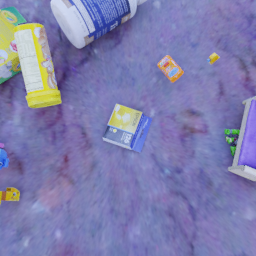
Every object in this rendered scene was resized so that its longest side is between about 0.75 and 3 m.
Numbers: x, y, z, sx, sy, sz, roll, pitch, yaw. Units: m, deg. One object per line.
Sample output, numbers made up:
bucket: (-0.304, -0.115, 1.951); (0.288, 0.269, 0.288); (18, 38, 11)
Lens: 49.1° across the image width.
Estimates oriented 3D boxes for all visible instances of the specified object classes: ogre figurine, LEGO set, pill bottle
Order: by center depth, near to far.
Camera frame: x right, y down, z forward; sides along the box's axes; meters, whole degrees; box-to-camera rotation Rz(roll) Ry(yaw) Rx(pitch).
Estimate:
LEGO set: (-3.127, 1.315, 6.578); (0.922, 0.992, 2.418); (-4, 74, 31)
ogre figurine: (2.786, 0.378, 7.066); (0.490, 0.401, 0.817); (-17, 60, 7)
pill bottle: (-0.681, -3.455, 7.764); (2.574, 1.429, 1.429); (-35, 75, -10)

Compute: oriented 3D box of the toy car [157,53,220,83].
toy car: (1.484, -1.776, 7.190); (1.532, 0.510, 0.751); (-24, 79, 20)

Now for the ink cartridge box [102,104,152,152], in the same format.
ink cartridge box: (-0.003, -0.008, 7.266); (1.035, 0.243, 1.023); (18, 70, 9)

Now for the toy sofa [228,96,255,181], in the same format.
toy sofa: (3.207, 0.214, 6.703); (0.842, 0.992, 2.033); (23, 73, -12)

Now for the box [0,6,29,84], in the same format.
box: (-3.897, -2.011, 7.647); (2.937, 0.710, 1.723); (-37, 76, -12)

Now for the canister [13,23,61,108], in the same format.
canister: (-2.194, -1.454, 6.850); (0.779, 1.337, 1.801); (-12, 94, -12)
